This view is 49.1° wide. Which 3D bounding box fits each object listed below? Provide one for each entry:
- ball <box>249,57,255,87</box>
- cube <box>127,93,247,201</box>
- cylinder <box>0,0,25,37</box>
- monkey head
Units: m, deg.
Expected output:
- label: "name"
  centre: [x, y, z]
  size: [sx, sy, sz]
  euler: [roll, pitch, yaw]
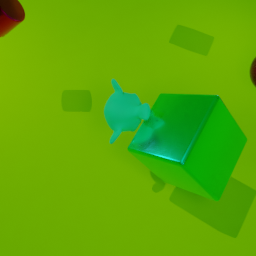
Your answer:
- label: "ball"
  centre: [3.166, -1.233, 6.018]
  size: [1.025, 1.025, 1.025]
  euler: [0, 67, 0]
- label: "cube"
  centre: [1.135, 0.307, 5.328]
  size: [1.391, 1.391, 1.391]
  euler: [11, 64, 51]
- label: "cylinder"
  centre: [-2.774, -2.485, 6.144]
  size: [0.721, 0.721, 0.721]
  euler: [-23, 64, 29]
- label: "monkey head"
  centre: [-0.040, -0.316, 5.464]
  size: [0.771, 0.920, 1.279]
  euler: [1, 91, -22]
